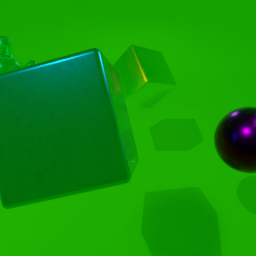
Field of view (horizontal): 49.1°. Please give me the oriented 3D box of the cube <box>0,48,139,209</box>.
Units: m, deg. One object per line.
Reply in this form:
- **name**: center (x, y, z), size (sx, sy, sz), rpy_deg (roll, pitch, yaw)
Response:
- **cube**: center (-0.668, 0.008, 3.204), size (1.279, 1.279, 1.279), rpy_deg (-13, 90, 6)

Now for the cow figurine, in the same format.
- **cow figurine**: center (-2.548, -0.967, 5.346), size (1.564, 1.539, 0.859), rpy_deg (39, 37, 1)

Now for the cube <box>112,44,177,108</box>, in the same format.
- **cube**: center (0.298, -1.113, 6.320), size (0.984, 0.984, 0.984), rpy_deg (-1, 63, -42)

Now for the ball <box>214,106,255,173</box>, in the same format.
- **ball**: center (2.034, 0.198, 4.724), size (1.120, 1.120, 1.120), rpy_deg (0, 47, 0)
